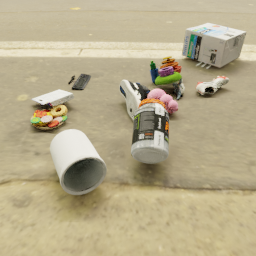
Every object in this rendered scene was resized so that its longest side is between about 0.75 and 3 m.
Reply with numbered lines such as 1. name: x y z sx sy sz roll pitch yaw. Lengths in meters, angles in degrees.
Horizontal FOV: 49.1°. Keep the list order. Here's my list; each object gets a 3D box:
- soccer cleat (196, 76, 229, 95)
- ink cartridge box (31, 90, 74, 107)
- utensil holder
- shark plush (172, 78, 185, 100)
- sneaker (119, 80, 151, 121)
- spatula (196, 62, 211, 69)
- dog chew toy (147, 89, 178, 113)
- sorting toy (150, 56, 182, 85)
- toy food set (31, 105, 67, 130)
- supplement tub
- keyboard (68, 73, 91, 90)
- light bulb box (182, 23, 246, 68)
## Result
1. soccer cleat: 4.219 -2.033 13.738 1.852 0.635 0.789 -13 50 -15
2. ink cartridge box: -3.414 -1.310 12.684 1.479 0.320 1.452 -27 29 -29
3. utensil holder: -1.630 1.019 8.885 1.429 1.429 1.681 -15 36 -20
4. shark plush: 2.470 -1.785 13.707 0.576 0.628 1.382 -11 54 19
5. sneaker: 0.609 -1.228 12.374 1.363 0.890 2.436 3 47 -29
6. spatula: 4.601 -3.786 16.460 0.888 0.103 1.276 25 40 27
7. dog chew toy: 1.558 -1.121 12.283 1.447 0.901 0.901 33 47 26
8. sorting toy: 1.877 -3.013 14.228 1.583 1.081 2.634 -10 21 17
9. toy food set: -3.297 -0.445 11.720 1.525 0.371 1.510 -4 37 -6
10. supplement tub: 0.795 0.082 9.724 1.259 1.259 2.055 3 61 4
11. keyboard: -2.608 -2.462 14.646 1.043 0.169 1.642 5 36 7
12. light bulb box: 5.119 -5.048 16.804 2.658 1.659 2.635 29 42 33
